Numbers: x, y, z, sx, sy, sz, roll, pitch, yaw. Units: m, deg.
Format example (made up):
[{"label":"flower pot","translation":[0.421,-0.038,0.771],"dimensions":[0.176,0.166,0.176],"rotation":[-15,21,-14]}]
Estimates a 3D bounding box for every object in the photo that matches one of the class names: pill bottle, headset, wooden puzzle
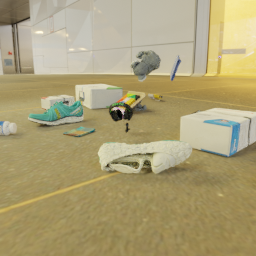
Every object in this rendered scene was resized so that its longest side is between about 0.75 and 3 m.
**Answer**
[{"label":"pill bottle","translation":[-4.690,0.003,10.445],"dimensions":[0.943,0.529,0.529],"rotation":[0,14,0]},{"label":"headset","translation":[-0.201,-0.395,10.108],"dimensions":[0.827,0.629,1.339],"rotation":[-4,-32,16]},{"label":"wooden puzzle","translation":[-0.032,-1.405,14.784],"dimensions":[1.576,0.294,1.458],"rotation":[-46,36,-22]}]

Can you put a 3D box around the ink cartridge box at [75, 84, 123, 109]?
[{"label":"ink cartridge box","translation":[-1.787,-1.953,16.751],"dimensions":[1.979,1.191,2.723],"rotation":[-7,17,-28]}]

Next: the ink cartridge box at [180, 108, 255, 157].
[{"label":"ink cartridge box","translation":[3.109,0.032,9.313],"dimensions":[1.730,1.007,2.392],"rotation":[13,20,42]}]

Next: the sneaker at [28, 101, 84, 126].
[{"label":"sneaker","translation":[-3.116,-0.686,12.194],"dimensions":[2.492,0.992,0.966],"rotation":[-11,18,-35]}]

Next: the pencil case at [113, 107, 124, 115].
[{"label":"pencil case","translation":[-0.344,-0.731,13.451],"dimensions":[0.447,0.456,1.066],"rotation":[-18,20,-29]}]

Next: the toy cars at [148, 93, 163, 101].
[{"label":"toy cars","translation":[1.804,-2.057,18.824],"dimensions":[0.811,0.401,1.810],"rotation":[8,7,-19]}]

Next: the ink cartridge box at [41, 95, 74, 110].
[{"label":"ink cartridge box","translation":[-3.943,-1.438,15.819],"dimensions":[1.544,0.647,1.114],"rotation":[-12,19,-40]}]

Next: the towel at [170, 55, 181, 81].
[{"label":"towel","translation":[2.089,-2.663,12.347],"dimensions":[0.161,0.977,1.349],"rotation":[19,25,0]}]

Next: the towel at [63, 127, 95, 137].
[{"label":"towel","translation":[-1.853,0.137,10.744],"dimensions":[0.777,0.115,1.059],"rotation":[7,16,30]}]

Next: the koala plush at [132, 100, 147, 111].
[{"label":"koala plush","translation":[0.532,-1.419,15.291],"dimensions":[0.801,0.872,0.773],"rotation":[-9,18,-29]}]

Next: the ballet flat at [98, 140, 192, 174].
[{"label":"ballet flat","translation":[0.424,0.826,7.136],"dimensions":[2.426,0.871,0.871],"rotation":[-2,14,5]}]

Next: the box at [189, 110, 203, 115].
[{"label":"box","translation":[3.429,-0.439,12.461],"dimensions":[1.158,0.366,1.469],"rotation":[10,17,32]}]

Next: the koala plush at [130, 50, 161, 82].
[{"label":"koala plush","translation":[0.551,-2.194,9.888],"dimensions":[1.018,0.902,0.935],"rotation":[-39,22,-28]}]
